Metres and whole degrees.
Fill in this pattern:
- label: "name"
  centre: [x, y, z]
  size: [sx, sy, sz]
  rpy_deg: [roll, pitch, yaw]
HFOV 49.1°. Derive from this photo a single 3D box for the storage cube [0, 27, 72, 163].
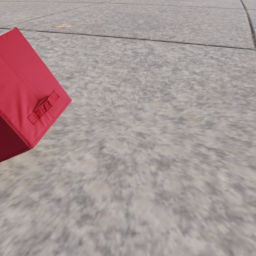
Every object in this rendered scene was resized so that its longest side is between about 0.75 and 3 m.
- label: "storage cube"
  centre: [-2.891, -0.621, 6.174]
  size: [2.305, 2.072, 1.970]
  rpy_deg: [-21, 26, 29]
